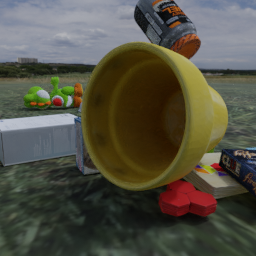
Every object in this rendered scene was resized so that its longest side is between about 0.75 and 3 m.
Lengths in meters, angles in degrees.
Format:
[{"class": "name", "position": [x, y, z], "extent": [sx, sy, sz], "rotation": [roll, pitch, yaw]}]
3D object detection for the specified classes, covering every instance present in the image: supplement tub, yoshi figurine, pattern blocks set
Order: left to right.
[{"class": "yoshi figurine", "position": [-3.599, -1.569, 13.332], "extent": [2.694, 1.514, 1.508], "rotation": [-8, -2, -24]}, {"class": "supplement tub", "position": [1.411, -3.583, 10.061], "extent": [1.540, 2.514, 1.540], "rotation": [-27, -22, -11]}, {"class": "pattern blocks set", "position": [1.492, 0.675, 4.290], "extent": [2.679, 0.217, 2.354], "rotation": [1, 16, -12]}]

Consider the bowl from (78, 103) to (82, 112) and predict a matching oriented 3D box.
[{"class": "bowl", "position": [-1.546, -1.031, 12.361], "extent": [1.300, 0.584, 1.300], "rotation": [0, 10, 0]}]

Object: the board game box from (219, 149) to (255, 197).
[{"class": "board game box", "position": [2.264, 0.622, 3.779], "extent": [1.652, 0.286, 1.119], "rotation": [2, 17, -12]}]

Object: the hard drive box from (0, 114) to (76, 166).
[{"class": "hard drive box", "position": [-1.844, 0.168, 5.969], "extent": [1.764, 0.677, 1.375], "rotation": [-7, 13, -30]}]

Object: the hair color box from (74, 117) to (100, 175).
[{"class": "hair color box", "position": [0.003, 0.220, 5.081], "extent": [1.843, 0.922, 0.558], "rotation": [-6, 12, -23]}]

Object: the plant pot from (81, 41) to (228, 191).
[{"class": "plant pot", "position": [0.523, -0.143, 3.863], "extent": [1.744, 1.744, 1.641], "rotation": [10, 8, 43]}]
